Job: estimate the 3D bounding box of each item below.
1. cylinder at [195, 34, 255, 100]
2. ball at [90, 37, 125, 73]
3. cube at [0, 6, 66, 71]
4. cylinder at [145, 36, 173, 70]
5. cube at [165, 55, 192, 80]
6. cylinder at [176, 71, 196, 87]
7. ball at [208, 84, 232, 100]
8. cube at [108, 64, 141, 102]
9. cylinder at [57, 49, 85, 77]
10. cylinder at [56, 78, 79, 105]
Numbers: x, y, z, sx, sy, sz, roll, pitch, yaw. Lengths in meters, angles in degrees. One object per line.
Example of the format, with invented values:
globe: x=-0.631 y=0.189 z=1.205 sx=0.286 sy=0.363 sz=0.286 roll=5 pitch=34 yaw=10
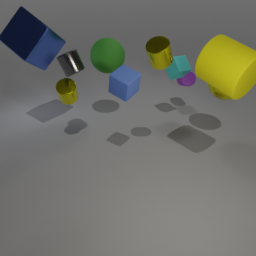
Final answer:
cylinder: x=2.910 y=-1.752 z=8.059 sx=1.400 sy=1.400 sz=1.400 roll=-23 pitch=51 yaw=-34
ball: x=-0.820 y=-2.907 z=11.268 sx=1.400 sy=1.400 sz=1.400 roll=0 pitch=29 yaw=0
cube: x=-3.415 y=-3.172 z=10.119 sx=1.400 sy=1.400 sz=1.400 roll=39 pitch=6 yaw=11
cylinder: x=0.923 y=-2.195 z=8.194 sx=0.700 sy=0.700 sz=0.700 roll=-8 pitch=58 yaw=13
cube: x=2.059 y=-2.507 z=11.614 sx=0.700 sy=0.700 sz=0.700 roll=-16 pitch=-10 yaw=-32
cylinder: x=2.706 y=-2.306 z=13.065 sx=0.700 sy=0.700 sz=0.700 roll=-5 pitch=12 yaw=-10
ball: x=3.685 y=-1.735 z=10.416 sx=1.400 sy=1.400 sz=1.400 roll=0 pitch=29 yaw=0
cube: x=-0.103 y=-1.368 z=8.532 sx=0.700 sy=0.700 sz=0.700 roll=31 pitch=53 yaw=19
cylinder: x=-1.898 y=-2.168 z=9.318 sx=0.700 sy=0.700 sz=0.700 roll=-22 pitch=21 yaw=9
cylinder: x=-2.141 y=-1.288 z=9.903 sx=0.700 sy=0.700 sz=0.700 roll=1 pitch=65 yaw=-1
